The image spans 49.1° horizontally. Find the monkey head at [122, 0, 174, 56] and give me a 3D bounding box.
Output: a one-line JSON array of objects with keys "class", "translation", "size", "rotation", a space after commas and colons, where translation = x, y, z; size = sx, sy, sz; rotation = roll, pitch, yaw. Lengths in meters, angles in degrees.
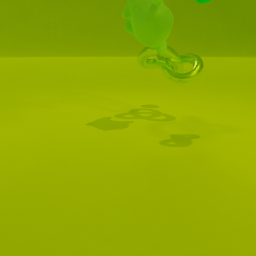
[{"class": "monkey head", "translation": [0.619, -2.685, 6.692], "size": [1.157, 1.920, 1.381], "rotation": [28, 69, 21]}]

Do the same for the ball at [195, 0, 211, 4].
[{"class": "ball", "translation": [2.346, -4.212, 8.633], "size": [0.717, 0.717, 0.717], "rotation": [0, 16, 0]}]

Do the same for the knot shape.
[{"class": "knot shape", "translation": [1.277, -2.040, 8.544], "size": [1.894, 0.875, 1.773], "rotation": [20, 21, 0]}]
